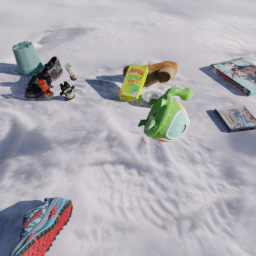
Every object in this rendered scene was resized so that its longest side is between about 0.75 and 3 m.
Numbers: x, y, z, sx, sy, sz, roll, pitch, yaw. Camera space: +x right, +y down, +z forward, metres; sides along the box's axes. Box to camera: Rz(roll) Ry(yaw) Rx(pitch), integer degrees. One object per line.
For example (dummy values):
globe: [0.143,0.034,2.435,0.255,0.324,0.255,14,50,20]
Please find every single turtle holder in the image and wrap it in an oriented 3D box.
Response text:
turtle holder: [0.724,-0.225,5.070,0.728,0.779,1.025,27,66,-15]

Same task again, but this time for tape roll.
tape roll: [0.863,-1.000,9.781,0.775,0.256,0.775,0,40,0]

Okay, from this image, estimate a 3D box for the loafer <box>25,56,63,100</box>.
loafer: [-3.212,-1.945,10.562,0.843,0.739,2.346,9,40,11]

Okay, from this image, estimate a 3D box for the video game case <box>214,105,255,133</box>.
video game case: [3.512,-0.317,9.021,1.053,0.149,1.165,-7,39,-9]

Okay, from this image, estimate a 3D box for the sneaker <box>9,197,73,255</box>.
sneaker: [-1.875,2.082,5.757,0.811,0.674,1.698,10,30,22]

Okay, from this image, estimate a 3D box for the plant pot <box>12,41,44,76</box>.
plant pot: [-4.084,-2.838,11.312,1.099,1.077,1.099,-5,41,4]

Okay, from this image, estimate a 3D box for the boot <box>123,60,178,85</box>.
boot: [0.949,-2.283,11.123,2.026,0.747,1.568,11,32,17]

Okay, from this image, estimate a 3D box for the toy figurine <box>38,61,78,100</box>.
toy figurine: [-2.412,-1.640,9.872,1.250,0.869,1.230,3,65,9]

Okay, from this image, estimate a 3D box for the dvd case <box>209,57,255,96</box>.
dvd case: [4.670,-2.103,11.150,1.730,0.261,2.370,-15,41,-18]

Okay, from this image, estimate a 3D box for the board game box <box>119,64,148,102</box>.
board game box: [0.210,-1.634,10.059,0.678,0.318,1.335,13,68,16]
